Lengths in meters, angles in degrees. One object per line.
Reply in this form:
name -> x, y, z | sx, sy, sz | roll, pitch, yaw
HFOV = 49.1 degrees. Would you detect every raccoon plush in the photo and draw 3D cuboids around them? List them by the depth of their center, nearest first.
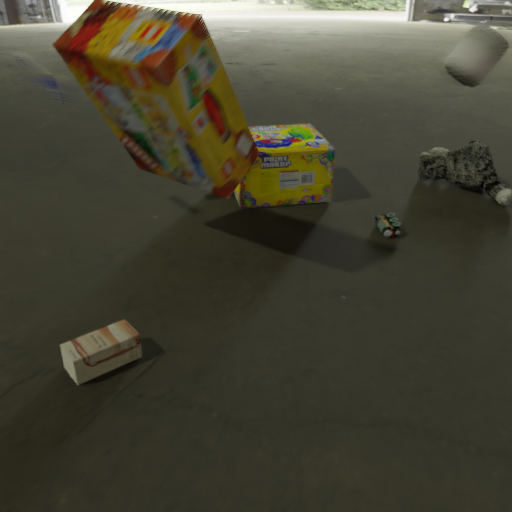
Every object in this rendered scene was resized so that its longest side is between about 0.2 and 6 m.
raccoon plush -> 5.217, -2.123, 14.350 | 1.655, 1.195, 2.471 | -11, 31, -3

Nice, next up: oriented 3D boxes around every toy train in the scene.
toy train -> 2.955, -0.675, 12.546 | 0.466, 0.348, 0.818 | -13, 32, 3

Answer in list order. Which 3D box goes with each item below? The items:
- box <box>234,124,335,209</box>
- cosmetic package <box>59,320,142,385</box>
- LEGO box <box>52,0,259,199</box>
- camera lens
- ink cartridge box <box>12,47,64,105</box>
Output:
box -> 0.543, -2.354, 14.361 | 2.327, 1.420, 2.242 | -5, 29, -10
cosmetic package -> -2.376, 1.462, 8.622 | 1.084, 0.473, 0.560 | -22, 37, -34
LEGO box -> -1.655, -2.777, 10.204 | 2.449, 3.289, 1.269 | 21, 68, 29
camera lens -> 3.942, -3.595, 10.103 | 0.752, 0.940, 0.752 | 32, 21, -14
ink cartridge box -> -4.410, -3.696, 11.551 | 1.124, 0.264, 1.110 | 38, -7, -14
